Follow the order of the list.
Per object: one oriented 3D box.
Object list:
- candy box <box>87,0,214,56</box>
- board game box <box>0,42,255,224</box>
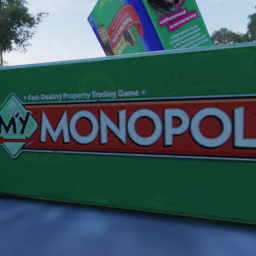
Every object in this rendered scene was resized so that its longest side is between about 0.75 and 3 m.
[{"bbox_3d":[0.495,-1.397,5.416,1.079,2.802,2.369,-31,10,-17],"label":"candy box"},{"bbox_3d":[0.950,-0.001,0.969,2.275,0.331,1.531,0,2,21],"label":"board game box"}]
